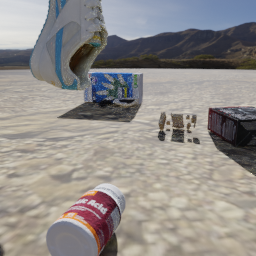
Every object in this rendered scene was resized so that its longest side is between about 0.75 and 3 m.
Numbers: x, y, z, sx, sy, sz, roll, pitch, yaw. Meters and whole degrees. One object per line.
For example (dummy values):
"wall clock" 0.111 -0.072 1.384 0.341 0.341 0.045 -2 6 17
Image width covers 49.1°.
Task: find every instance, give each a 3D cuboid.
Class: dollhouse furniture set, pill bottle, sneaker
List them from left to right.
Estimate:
"sneaker" -0.926 -2.223 5.584 1.208 2.992 1.145 23 14 20
"pill bottle" -0.379 0.970 2.928 0.524 0.524 0.918 5 15 19
"dollhouse furniture set" 1.344 -0.092 7.520 0.942 0.488 0.417 6 55 21

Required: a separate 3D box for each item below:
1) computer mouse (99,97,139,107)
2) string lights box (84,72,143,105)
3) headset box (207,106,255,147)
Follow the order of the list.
"computer mouse" -0.312 -1.014 11.162 1.567 0.344 0.859 -3 9 13
"string lights box" -0.631 -1.721 11.945 2.473 1.271 0.729 4 15 15
"headset box" 2.827 -0.112 6.902 1.265 0.657 1.700 -2 13 -9
